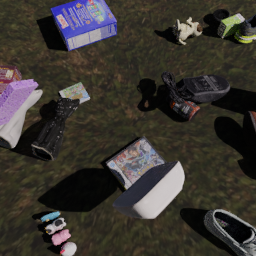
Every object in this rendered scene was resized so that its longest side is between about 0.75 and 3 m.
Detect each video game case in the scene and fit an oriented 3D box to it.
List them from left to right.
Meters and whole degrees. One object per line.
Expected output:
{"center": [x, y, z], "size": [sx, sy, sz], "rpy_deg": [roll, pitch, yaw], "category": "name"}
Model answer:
{"center": [-2.062, -1.262, 10.778], "size": [0.927, 0.102, 0.844], "rpy_deg": [-26, 66, -13], "category": "video game case"}
{"center": [0.352, 1.284, 9.424], "size": [1.671, 0.213, 1.510], "rpy_deg": [-34, 68, -16], "category": "video game case"}

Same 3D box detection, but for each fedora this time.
{"center": [4.141, -4.938, 12.496], "size": [0.796, 0.364, 0.796], "rpy_deg": [0, 63, 0], "category": "fedora"}

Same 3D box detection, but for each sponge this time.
{"center": [-3.560, -0.691, 8.362], "size": [1.861, 1.038, 0.278], "rpy_deg": [-43, 89, 24], "category": "sponge"}

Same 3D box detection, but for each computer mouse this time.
{"center": [2.540, -1.430, 10.442], "size": [2.533, 0.668, 1.754], "rpy_deg": [-5, 48, -14], "category": "computer mouse"}

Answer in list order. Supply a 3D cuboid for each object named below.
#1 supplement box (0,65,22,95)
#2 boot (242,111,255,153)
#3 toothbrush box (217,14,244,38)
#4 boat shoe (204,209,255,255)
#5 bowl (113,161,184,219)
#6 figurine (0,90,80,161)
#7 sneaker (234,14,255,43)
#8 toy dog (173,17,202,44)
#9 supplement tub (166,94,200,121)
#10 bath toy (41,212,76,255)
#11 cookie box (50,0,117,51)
{"center": [-4.710, -1.526, 10.573], "size": [0.901, 0.699, 1.632], "rpy_deg": [3, 63, 1], "category": "supplement box"}
{"center": [5.512, 0.301, 9.552], "size": [2.627, 0.899, 2.473], "rpy_deg": [-14, 64, -8], "category": "boot"}
{"center": [4.401, -4.375, 12.028], "size": [0.948, 0.690, 0.408], "rpy_deg": [-24, 65, -11], "category": "toothbrush box"}
{"center": [3.375, 3.224, 8.060], "size": [2.484, 0.885, 0.867], "rpy_deg": [33, 68, 15], "category": "boat shoe"}
{"center": [0.604, 1.679, 7.276], "size": [1.785, 1.782, 0.666], "rpy_deg": [-40, 94, -27], "category": "bowl"}
{"center": [-3.214, -0.350, 9.847], "size": [2.511, 1.081, 2.450], "rpy_deg": [15, 60, 9], "category": "figurine"}
{"center": [5.726, -4.416, 11.882], "size": [2.421, 0.980, 0.894], "rpy_deg": [-26, 66, -13], "category": "sneaker"}
{"center": [2.595, -4.161, 11.901], "size": [1.107, 0.772, 1.073], "rpy_deg": [-10, 76, -6], "category": "toy dog"}
{"center": [1.983, -0.828, 10.259], "size": [1.198, 0.641, 0.641], "rpy_deg": [41, 70, 18], "category": "supplement tub"}
{"center": [-2.068, 3.186, 8.302], "size": [0.599, 0.509, 1.378], "rpy_deg": [-44, 66, 17], "category": "bath toy"}
{"center": [-1.887, -4.567, 12.026], "size": [2.272, 0.854, 1.944], "rpy_deg": [-22, 65, -11], "category": "cookie box"}
